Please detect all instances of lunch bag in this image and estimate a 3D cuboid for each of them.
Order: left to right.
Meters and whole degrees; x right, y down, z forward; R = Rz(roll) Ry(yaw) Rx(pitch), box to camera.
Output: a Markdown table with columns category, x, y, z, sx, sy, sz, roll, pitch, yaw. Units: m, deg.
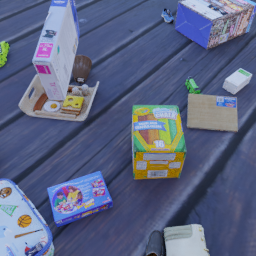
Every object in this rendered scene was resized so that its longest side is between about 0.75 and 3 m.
| category | x | y | z | sx | sy | sz | roll | pitch | yaw |
| --- | --- | --- | --- | --- | --- | --- | --- | --- | --- |
| lunch bag | -3.134 | 2.625 | 6.712 | 2.070 | 0.976 | 2.583 | -30 | 57 | -32 |

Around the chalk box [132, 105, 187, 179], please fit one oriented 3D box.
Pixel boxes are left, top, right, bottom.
| category | x | y | z | sx | sy | sz | roll | pitch | yaw |
| --- | --- | --- | --- | --- | --- | --- | --- | --- | --- |
| chalk box | 0.840 | 0.214 | 8.697 | 1.464 | 1.454 | 2.345 | -1 | 49 | -2 |

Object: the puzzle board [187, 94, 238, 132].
| category | x | y | z | sx | sy | sz | roll | pitch | yaw |
| --- | --- | --- | --- | --- | --- | --- | --- | --- | --- |
| puzzle board | 3.001 | -0.552 | 9.985 | 1.734 | 0.151 | 1.307 | 5 | 69 | 4 |

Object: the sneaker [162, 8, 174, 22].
| category | x | y | z | sx | sy | sz | roll | pitch | yaw |
| --- | --- | --- | --- | --- | --- | --- | --- | --- | --- |
| sneaker | 2.106 | -5.981 | 14.842 | 0.429 | 0.487 | 1.093 | -17 | 51 | -14 |

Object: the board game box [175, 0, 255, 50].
| category | x | y | z | sx | sy | sz | roll | pitch | yaw |
| --- | --- | --- | --- | --- | --- | --- | --- | --- | --- |
| board game box | 4.229 | -5.417 | 13.688 | 2.978 | 1.442 | 2.374 | -27 | 54 | -22 |

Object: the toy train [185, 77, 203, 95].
| category | x | y | z | sx | sy | sz | roll | pitch | yaw |
| --- | --- | --- | --- | --- | --- | --- | --- | --- | --- |
| toy train | 2.602 | -1.428 | 10.836 | 0.323 | 0.436 | 1.546 | -10 | 50 | -8 |

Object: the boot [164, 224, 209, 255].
| category | x | y | z | sx | sy | sz | roll | pitch | yaw |
| --- | --- | --- | --- | --- | --- | --- | --- | --- | --- |
| boot | 1.886 | 3.153 | 6.566 | 2.136 | 0.770 | 1.652 | 3 | 48 | 4 |

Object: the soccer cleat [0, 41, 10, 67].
| category | x | y | z | sx | sy | sz | roll | pitch | yaw |
| --- | --- | --- | --- | --- | --- | --- | --- | --- | --- |
| soccer cleat | -5.712 | -3.210 | 12.434 | 0.648 | 0.540 | 1.599 | -16 | 50 | 21 |

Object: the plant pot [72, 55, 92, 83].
| category | x | y | z | sx | sy | sz | roll | pitch | yaw |
| --- | --- | --- | --- | --- | --- | --- | --- | --- | --- |
| plant pot | -1.928 | -2.333 | 11.451 | 0.878 | 0.878 | 0.939 | -1 | 62 | -1 |

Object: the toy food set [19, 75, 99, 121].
| category | x | y | z | sx | sy | sz | roll | pitch | yaw |
| --- | --- | --- | --- | --- | --- | --- | --- | --- | --- |
| toy food set | -2.490 | -1.243 | 10.442 | 2.542 | 0.768 | 1.824 | 6 | 49 | 6 |

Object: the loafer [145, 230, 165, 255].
| category | x | y | z | sx | sy | sz | roll | pitch | yaw |
| --- | --- | --- | --- | --- | --- | --- | --- | --- | --- |
| loafer | 0.649 | 3.098 | 6.781 | 0.495 | 0.492 | 1.360 | 5 | 48 | 6 |

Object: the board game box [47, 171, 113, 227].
| category | x | y | z | sx | sy | sz | roll | pitch | yaw |
| --- | --- | --- | --- | --- | --- | --- | --- | --- | --- |
| board game box | -1.354 | 1.957 | 7.881 | 1.590 | 0.356 | 1.069 | -16 | 50 | -14 |

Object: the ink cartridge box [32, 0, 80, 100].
| category | x | y | z | sx | sy | sz | roll | pitch | yaw |
| --- | --- | --- | --- | --- | --- | --- | --- | --- | --- |
| ink cartridge box | -2.046 | -2.520 | 8.470 | 0.616 | 1.753 | 2.937 | 6 | 62 | 4 |

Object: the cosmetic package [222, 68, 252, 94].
| category | x | y | z | sx | sy | sz | roll | pitch | yaw |
| --- | --- | --- | --- | --- | --- | --- | --- | --- | --- |
| cosmetic package | 4.376 | -1.874 | 11.212 | 1.096 | 0.465 | 0.590 | -35 | 59 | -29 |
